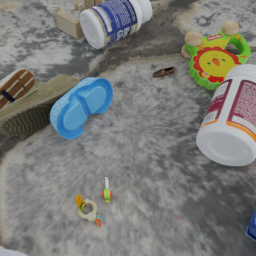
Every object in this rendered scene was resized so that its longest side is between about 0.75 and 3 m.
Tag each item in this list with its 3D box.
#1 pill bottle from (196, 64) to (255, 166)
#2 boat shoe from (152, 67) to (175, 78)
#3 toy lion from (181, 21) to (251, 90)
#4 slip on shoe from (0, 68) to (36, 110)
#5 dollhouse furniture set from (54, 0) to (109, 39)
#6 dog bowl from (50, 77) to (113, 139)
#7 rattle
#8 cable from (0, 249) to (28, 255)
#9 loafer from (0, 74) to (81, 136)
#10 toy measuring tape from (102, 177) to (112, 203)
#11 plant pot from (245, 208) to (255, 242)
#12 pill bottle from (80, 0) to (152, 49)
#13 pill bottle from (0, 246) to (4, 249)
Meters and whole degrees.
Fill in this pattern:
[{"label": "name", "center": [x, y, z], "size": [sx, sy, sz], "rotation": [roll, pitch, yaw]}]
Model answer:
[{"label": "pill bottle", "center": [3.127, -0.445, 8.020], "size": [1.586, 1.586, 2.778], "rotation": [22, 58, 15]}, {"label": "boat shoe", "center": [1.264, -2.005, 9.941], "size": [0.824, 0.290, 0.290], "rotation": [-15, 58, -9]}, {"label": "toy lion", "center": [3.292, -2.508, 10.065], "size": [2.593, 0.890, 2.485], "rotation": [-20, 64, -14]}, {"label": "slip on shoe", "center": [-4.117, -0.877, 8.852], "size": [2.721, 1.034, 0.824], "rotation": [-51, 28, -21]}, {"label": "dollhouse furniture set", "center": [-1.622, -5.074, 11.466], "size": [1.200, 1.404, 2.710], "rotation": [34, 61, 20]}, {"label": "dog bowl", "center": [-1.406, -0.668, 8.423], "size": [0.551, 1.239, 2.223], "rotation": [26, 61, 34]}, {"label": "rattle", "center": [-0.923, 2.026, 6.908], "size": [0.519, 0.569, 0.797], "rotation": [-20, 48, -37]}, {"label": "cable", "center": [-2.565, 3.536, 5.047], "size": [2.526, 0.875, 2.526], "rotation": [-41, 89, -14]}, {"label": "loafer", "center": [-2.679, -0.759, 8.623], "size": [2.937, 1.117, 0.990], "rotation": [-31, 57, -30]}, {"label": "toy measuring tape", "center": [-0.553, 1.602, 7.372], "size": [0.278, 0.278, 0.755], "rotation": [-4, 54, -3]}, {"label": "plant pot", "center": [3.498, 2.190, 6.402], "size": [1.278, 1.149, 1.278], "rotation": [30, 60, 20]}, {"label": "pill bottle", "center": [-0.394, -4.213, 10.800], "size": [2.605, 1.447, 1.447], "rotation": [-32, 60, -20]}, {"label": "pill bottle", "center": [-3.299, 3.193, 5.867], "size": [1.491, 0.851, 0.851], "rotation": [-19, 57, -14]}]
